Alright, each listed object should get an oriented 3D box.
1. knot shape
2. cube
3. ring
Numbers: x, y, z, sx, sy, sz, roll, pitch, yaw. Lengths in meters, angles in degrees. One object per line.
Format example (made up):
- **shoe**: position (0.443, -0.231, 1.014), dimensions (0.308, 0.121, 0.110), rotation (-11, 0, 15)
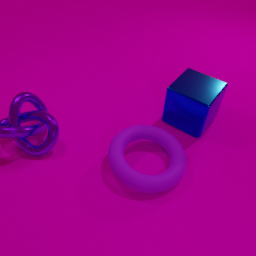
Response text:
- **knot shape**: position (-2.340, -0.025, 6.695), dimensions (1.546, 0.764, 1.652), rotation (36, 51, 12)
- **cube**: position (1.685, -0.652, 7.212), dimensions (1.135, 1.135, 1.135), rotation (29, 51, 23)
- **ring**: position (0.434, 0.631, 6.277), dimensions (1.784, 0.357, 1.784), rotation (5, 47, -6)
